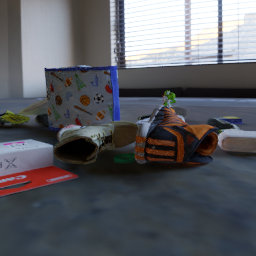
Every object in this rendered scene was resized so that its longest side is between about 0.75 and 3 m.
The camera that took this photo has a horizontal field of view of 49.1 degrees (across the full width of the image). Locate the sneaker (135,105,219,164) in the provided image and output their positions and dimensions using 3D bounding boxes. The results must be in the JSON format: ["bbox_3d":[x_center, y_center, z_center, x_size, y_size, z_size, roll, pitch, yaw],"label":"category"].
[{"bbox_3d":[1.274,0.221,6.661,1.640,1.135,2.927,6,20,15],"label":"sneaker"}]

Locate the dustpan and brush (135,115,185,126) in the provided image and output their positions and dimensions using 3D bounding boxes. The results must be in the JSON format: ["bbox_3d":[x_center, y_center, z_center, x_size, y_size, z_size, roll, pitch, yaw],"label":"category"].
[{"bbox_3d":[1.583,-0.108,10.309,1.755,0.720,2.514,2,14,35],"label":"dustpan and brush"}]

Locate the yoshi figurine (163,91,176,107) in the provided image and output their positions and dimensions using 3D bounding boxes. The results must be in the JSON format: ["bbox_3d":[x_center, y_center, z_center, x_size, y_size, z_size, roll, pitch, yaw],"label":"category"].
[{"bbox_3d":[2.437,-1.473,16.531,0.824,1.472,0.827,2,8,8],"label":"yoshi figurine"}]

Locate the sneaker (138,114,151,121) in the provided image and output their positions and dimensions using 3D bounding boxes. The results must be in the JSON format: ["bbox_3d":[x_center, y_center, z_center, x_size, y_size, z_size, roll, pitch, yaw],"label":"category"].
[{"bbox_3d":[0.956,-0.498,13.465,1.085,0.389,0.449,-3,7,-32],"label":"sneaker"}]

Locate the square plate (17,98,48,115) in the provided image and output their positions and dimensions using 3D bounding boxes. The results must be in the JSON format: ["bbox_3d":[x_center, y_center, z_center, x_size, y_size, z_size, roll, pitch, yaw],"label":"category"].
[{"bbox_3d":[-3.089,-1.014,12.776,2.873,0.413,2.900,-4,-6,-45],"label":"square plate"}]

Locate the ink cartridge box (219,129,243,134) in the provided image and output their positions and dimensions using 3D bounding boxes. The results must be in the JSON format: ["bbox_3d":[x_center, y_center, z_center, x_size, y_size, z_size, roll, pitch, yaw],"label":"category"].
[{"bbox_3d":[3.298,0.243,8.503,0.622,0.319,0.842,-5,8,-30],"label":"ink cartridge box"}]

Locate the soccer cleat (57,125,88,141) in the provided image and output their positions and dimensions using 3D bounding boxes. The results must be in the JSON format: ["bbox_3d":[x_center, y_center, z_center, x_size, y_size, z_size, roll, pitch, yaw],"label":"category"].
[{"bbox_3d":[-1.360,0.171,8.382,0.655,0.528,1.538,2,3,45],"label":"soccer cleat"}]

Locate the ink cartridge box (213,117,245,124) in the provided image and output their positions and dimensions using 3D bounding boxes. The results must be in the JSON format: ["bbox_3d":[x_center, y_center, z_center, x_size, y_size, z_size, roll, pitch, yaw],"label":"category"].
[{"bbox_3d":[4.705,-0.369,13.142,1.083,0.258,1.096,-1,6,-8],"label":"ink cartridge box"}]

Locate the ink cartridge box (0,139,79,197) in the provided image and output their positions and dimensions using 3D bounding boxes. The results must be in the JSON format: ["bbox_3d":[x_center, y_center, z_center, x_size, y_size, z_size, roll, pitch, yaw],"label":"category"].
[{"bbox_3d":[-2.331,0.670,4.949,2.239,0.488,1.944,-7,10,-43],"label":"ink cartridge box"}]

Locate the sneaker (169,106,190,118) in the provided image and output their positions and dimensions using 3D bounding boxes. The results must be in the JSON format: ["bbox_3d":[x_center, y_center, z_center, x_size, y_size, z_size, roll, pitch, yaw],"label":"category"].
[{"bbox_3d":[2.403,-0.880,15.281,1.888,0.684,1.077,2,5,12],"label":"sneaker"}]

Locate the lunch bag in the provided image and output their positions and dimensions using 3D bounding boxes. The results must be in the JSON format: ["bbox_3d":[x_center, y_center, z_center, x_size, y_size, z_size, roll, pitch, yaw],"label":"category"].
[{"bbox_3d":[-1.446,-1.030,10.076,2.840,2.414,1.758,6,16,37],"label":"lunch bag"}]

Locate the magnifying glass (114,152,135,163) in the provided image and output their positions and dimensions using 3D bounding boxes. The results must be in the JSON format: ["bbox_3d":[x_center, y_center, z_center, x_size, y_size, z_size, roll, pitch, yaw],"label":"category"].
[{"bbox_3d":[0.107,0.643,6.479,0.450,0.127,1.130,5,11,35],"label":"magnifying glass"}]

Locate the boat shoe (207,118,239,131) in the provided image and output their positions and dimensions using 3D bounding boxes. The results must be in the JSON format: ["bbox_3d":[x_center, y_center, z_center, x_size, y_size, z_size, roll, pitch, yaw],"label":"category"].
[{"bbox_3d":[3.503,-0.080,10.427,0.407,0.467,1.268,2,10,-35],"label":"boat shoe"}]

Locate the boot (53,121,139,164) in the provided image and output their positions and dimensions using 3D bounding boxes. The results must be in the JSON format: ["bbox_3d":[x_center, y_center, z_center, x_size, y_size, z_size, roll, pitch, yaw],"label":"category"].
[{"bbox_3d":[-0.644,0.317,6.523,2.041,0.736,1.578,-6,8,-4],"label":"boot"}]

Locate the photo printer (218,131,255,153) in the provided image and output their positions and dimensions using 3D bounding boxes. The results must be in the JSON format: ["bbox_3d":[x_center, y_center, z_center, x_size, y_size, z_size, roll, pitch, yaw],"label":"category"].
[{"bbox_3d":[3.013,0.342,7.339,1.277,0.443,1.062,2,9,17],"label":"photo printer"}]

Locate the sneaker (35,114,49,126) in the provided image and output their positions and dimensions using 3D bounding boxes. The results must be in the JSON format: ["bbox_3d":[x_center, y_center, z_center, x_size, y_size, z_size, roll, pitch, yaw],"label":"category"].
[{"bbox_3d":[-2.684,-0.649,12.219,2.718,1.077,1.025,-7,12,-32],"label":"sneaker"}]

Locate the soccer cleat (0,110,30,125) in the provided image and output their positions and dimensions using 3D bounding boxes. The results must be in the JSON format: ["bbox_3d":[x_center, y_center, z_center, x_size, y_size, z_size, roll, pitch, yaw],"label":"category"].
[{"bbox_3d":[-5.177,-0.479,12.489,1.503,0.629,0.486,-2,8,-17],"label":"soccer cleat"}]
